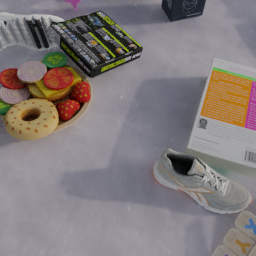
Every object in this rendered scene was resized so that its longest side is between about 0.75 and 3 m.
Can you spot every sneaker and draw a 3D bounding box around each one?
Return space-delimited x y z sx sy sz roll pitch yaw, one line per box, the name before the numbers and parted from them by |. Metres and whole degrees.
sneaker | -3.287 -3.026 8.440 2.970 1.116 1.204 -7 49 -6
sneaker | 1.569 1.104 5.898 2.153 0.990 0.815 20 60 11

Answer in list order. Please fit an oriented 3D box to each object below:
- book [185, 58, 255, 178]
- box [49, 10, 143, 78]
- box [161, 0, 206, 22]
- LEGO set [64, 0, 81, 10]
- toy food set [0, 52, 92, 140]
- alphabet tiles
book | 2.689 -0.325 6.817 1.930 0.694 2.889 16 58 13
box | -0.902 -2.468 8.008 1.915 0.471 1.983 -32 68 -36
box | 1.823 -4.379 8.876 1.196 1.612 0.863 -15 60 -9
LEGO set | -1.014 -4.890 9.520 2.696 1.106 1.028 -34 19 7
toy food set | -2.218 -0.900 7.271 2.529 0.615 2.503 -32 62 -21
alphabet tiles | 2.688 2.564 5.025 2.081 0.155 2.128 33 78 35
